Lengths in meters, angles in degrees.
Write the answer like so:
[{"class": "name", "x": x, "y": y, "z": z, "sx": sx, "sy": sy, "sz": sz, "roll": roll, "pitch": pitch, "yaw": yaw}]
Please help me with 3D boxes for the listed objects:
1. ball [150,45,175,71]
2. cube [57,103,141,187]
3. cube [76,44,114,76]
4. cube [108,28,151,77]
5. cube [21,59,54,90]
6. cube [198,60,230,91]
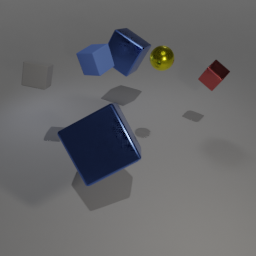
[{"class": "ball", "x": 0.959, "y": -1.968, "z": 7.911, "sx": 0.700, "sy": 0.700, "sz": 0.700, "roll": 0, "pitch": 32, "yaw": 0}, {"class": "cube", "x": -0.602, "y": 0.324, "z": 6.752, "sx": 1.400, "sy": 1.400, "sz": 1.400, "roll": -28, "pitch": 4, "yaw": 5}, {"class": "cube", "x": -0.948, "y": -2.006, "z": 8.232, "sx": 0.700, "sy": 0.700, "sz": 0.700, "roll": 11, "pitch": 41, "yaw": 38}, {"class": "cube", "x": -0.072, "y": -3.283, "z": 12.047, "sx": 1.400, "sy": 1.400, "sz": 1.400, "roll": 36, "pitch": 29, "yaw": 3}, {"class": "cube", "x": -2.689, "y": -1.603, "z": 8.360, "sx": 0.700, "sy": 0.700, "sz": 0.700, "roll": 11, "pitch": 18, "yaw": -4}, {"class": "cube", "x": 3.183, "y": -1.947, "z": 10.373, "sx": 0.700, "sy": 0.700, "sz": 0.700, "roll": 43, "pitch": 57, "yaw": 6}]
